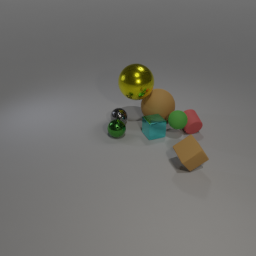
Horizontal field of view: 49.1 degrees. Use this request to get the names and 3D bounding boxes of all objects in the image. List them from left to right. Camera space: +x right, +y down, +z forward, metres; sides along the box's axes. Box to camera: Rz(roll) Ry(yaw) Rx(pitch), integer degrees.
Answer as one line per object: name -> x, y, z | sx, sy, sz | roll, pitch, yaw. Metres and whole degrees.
ball -> -0.425, 0.015, 10.555 | 0.700, 0.700, 0.700 | 0, 29, 0
ball -> -0.366, -0.470, 11.417 | 0.700, 0.700, 0.700 | 0, 29, 0
ball -> 0.317, -1.777, 10.822 | 1.400, 1.400, 1.400 | 0, 29, 0
cube -> 0.987, -0.049, 10.665 | 0.700, 0.700, 0.700 | -10, 31, -18
ball -> 1.226, -0.911, 11.479 | 1.400, 1.400, 1.400 | 0, 29, 0
ball -> 1.808, -0.295, 10.165 | 0.700, 0.700, 0.700 | 0, 29, 0
cylinder -> 2.423, -0.246, 10.833 | 0.700, 0.700, 0.700 | -8, 49, -14
cube -> 1.925, 0.766, 8.599 | 0.700, 0.700, 0.700 | -35, 47, 13
